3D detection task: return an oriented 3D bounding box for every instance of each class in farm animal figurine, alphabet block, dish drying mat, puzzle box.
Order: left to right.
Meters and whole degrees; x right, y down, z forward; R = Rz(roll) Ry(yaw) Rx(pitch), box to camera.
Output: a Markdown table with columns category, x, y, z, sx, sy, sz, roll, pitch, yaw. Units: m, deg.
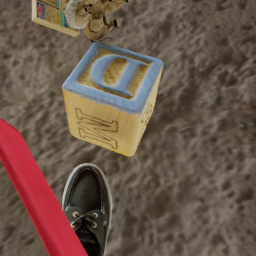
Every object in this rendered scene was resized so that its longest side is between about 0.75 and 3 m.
| category | x | y | z | sx | sy | sz | roll | pitch | yaw |
| --- | --- | --- | --- | --- | --- | --- | --- | --- | --- |
| dish drying mat | -1.280 | 0.887 | 3.853 | 0.235 | 0.991 | 2.580 | -35 | 67 | -7 |
| puzzle box | -1.888 | -3.525 | 7.386 | 1.289 | 0.246 | 1.938 | 5 | 77 | -44 |
| farm animal figurine | -0.771 | -2.878 | 6.518 | 1.001 | 1.921 | 1.900 | -11 | 77 | 36 |
| alphabet block | -0.312 | -0.641 | 6.446 | 1.699 | 1.730 | 1.690 | 21 | 55 | 10 |

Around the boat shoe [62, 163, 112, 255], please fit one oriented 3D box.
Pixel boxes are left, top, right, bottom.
| category | x | y | z | sx | sy | sz | roll | pitch | yaw |
| --- | --- | --- | --- | --- | --- | --- | --- | --- | --- |
| boat shoe | -0.765 | 1.936 | 4.975 | 0.973 | 0.803 | 2.836 | 3 | 64 | -6 |
